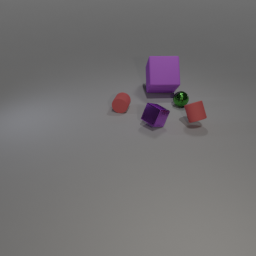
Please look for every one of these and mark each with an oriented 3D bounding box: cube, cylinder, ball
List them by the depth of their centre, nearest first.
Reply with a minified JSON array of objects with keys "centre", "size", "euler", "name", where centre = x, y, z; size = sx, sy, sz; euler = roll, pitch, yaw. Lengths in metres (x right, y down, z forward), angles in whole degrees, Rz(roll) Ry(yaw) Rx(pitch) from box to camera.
[{"centre":[2.590,-0.627,10.747],"size":[0.700,0.700,0.700],"euler":[-16,1,0],"name":"cylinder"},{"centre":[1.057,-0.501,10.805],"size":[0.700,0.700,0.700],"euler":[34,21,35],"name":"cube"},{"centre":[-0.288,-1.097,12.150],"size":[0.700,0.700,0.700],"euler":[6,30,11],"name":"cylinder"},{"centre":[2.359,-1.292,12.480],"size":[0.700,0.700,0.700],"euler":[0,29,0],"name":"ball"},{"centre":[1.631,-2.527,13.410],"size":[1.400,1.400,1.400],"euler":[-1,-7,-3],"name":"cube"}]
